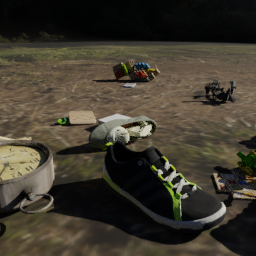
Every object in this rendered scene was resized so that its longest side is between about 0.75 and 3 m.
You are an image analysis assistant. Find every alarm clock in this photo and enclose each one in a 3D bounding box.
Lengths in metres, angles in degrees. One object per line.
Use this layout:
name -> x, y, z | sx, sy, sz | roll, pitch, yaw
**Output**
alarm clock -> -2.366, 1.068, 5.755 | 1.886, 0.931, 2.796 | -17, 25, -38

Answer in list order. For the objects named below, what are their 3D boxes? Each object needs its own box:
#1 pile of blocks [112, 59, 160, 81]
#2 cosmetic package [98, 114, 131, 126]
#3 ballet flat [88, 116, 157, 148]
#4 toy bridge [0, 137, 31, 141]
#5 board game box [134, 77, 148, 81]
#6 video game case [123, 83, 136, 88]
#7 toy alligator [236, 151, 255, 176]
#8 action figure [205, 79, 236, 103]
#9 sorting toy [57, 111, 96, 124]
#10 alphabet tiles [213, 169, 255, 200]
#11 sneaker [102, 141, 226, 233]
pile of blocks -> 0.449, -3.450, 16.879 | 2.936, 1.205, 0.912 | 1, 23, 7
cosmetic package -> -0.249, -0.119, 9.606 | 1.267, 0.327, 0.956 | 18, 30, 39
ballet flat -> -0.053, 0.112, 8.396 | 2.360, 0.795, 0.752 | -17, 28, -39
toy bridge -> -3.516, 0.630, 7.038 | 0.330, 0.815, 2.425 | 16, 27, 37
board game box -> 0.806, -3.078, 17.386 | 0.791, 0.172, 0.787 | 3, 23, 7
video game case -> 0.089, -2.424, 15.874 | 0.563, 0.070, 0.787 | 5, 22, 14
toy alligator -> 3.035, 0.947, 6.478 | 0.488, 0.446, 1.644 | -42, 14, 3
action figure -> 4.321, -1.764, 12.956 | 1.170, 1.005, 1.969 | 6, 18, -14
sorting toy -> -1.929, -0.352, 10.377 | 1.372, 0.202, 1.015 | -2, 26, -14
alphabet tiles -> 2.762, 1.273, 6.426 | 1.466, 0.055, 1.226 | 2, 22, 5
sneaker -> 0.490, 0.997, 5.544 | 2.894, 1.198, 1.038 | 16, 26, 35
